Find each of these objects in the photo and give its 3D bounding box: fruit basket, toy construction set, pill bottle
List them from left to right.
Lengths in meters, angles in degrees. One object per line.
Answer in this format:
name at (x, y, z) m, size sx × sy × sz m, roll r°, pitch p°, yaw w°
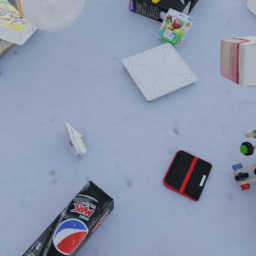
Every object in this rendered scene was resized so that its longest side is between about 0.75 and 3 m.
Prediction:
pill bottle at (-2.486, -3.789, 6.860) m, size 1.675 × 1.675 × 2.879 m, roll -38°, pitch 66°, yaw -19°
fruit basket at (1.587, -3.434, 9.546) m, size 0.967 × 0.489 × 1.044 m, roll 31°, pitch 105°, yaw 16°
toy construction set at (3.590, 1.110, 6.587) m, size 1.427 × 1.549 × 1.858 m, roll -10°, pitch 51°, yaw -15°

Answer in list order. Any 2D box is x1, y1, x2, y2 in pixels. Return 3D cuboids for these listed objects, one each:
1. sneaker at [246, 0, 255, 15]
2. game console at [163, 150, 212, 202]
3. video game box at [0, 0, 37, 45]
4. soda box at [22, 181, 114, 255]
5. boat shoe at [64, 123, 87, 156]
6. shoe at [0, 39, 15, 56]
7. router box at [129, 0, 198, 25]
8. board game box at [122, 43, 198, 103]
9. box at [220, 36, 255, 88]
sneaker at (5.741, -4.483, 10.271) m, size 1.737 × 0.956 × 2.372 m, roll -18°, pitch 46°, yaw -31°
game console at (1.545, 1.201, 7.295) m, size 1.016 × 0.178 × 1.149 m, roll 26°, pitch 64°, yaw 10°
video game box at (-4.340, -4.057, 9.612) m, size 2.706 × 0.633 × 2.465 m, roll 17°, pitch 47°, yaw 1°
soda box at (-1.328, 2.364, 6.200) m, size 0.753 × 0.841 × 2.378 m, roll 35°, pitch 66°, yaw 16°
boat shoe at (-1.446, 0.298, 7.729) m, size 0.374 × 0.380 × 1.072 m, roll -8°, pitch 52°, yaw -36°
shoe at (-4.326, -2.947, 9.422) m, size 0.707 × 0.540 × 2.022 m, roll 16°, pitch 57°, yaw 7°
router box at (1.574, -5.155, 10.642) m, size 2.093 × 0.695 × 2.662 m, roll 27°, pitch 64°, yaw 15°
board game box at (0.996, -1.804, 8.975) m, size 1.814 × 0.235 × 1.814 m, roll -24°, pitch 63°, yaw -13°
box at (2.635, -1.497, 6.182) m, size 0.758 × 0.890 × 1.392 m, roll -7°, pitch 21°, yaw 0°
